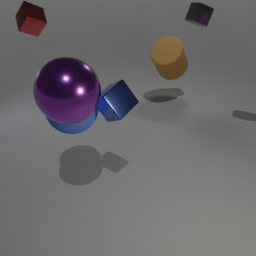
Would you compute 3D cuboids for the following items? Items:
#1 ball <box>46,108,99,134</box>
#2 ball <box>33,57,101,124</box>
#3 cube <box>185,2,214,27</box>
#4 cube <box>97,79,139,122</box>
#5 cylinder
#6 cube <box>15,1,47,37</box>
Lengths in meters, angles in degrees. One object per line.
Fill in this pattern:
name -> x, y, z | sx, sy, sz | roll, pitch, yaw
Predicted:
ball -> -1.464, -0.536, 7.299 | 1.400, 1.400, 1.400 | 0, 30, 0
ball -> -1.269, -0.782, 5.922 | 1.400, 1.400, 1.400 | 0, 30, 0
cube -> 2.777, -4.430, 10.941 | 0.700, 0.700, 0.700 | 13, 19, -22
cube -> -0.312, -0.644, 6.791 | 0.700, 0.700, 0.700 | -45, 18, -24
cylinder -> 1.833, -3.045, 12.319 | 1.400, 1.400, 1.400 | -7, 69, 19
cube -> -3.191, -3.578, 9.225 | 0.700, 0.700, 0.700 | 4, 59, -44
